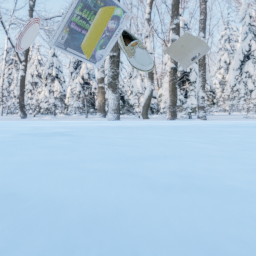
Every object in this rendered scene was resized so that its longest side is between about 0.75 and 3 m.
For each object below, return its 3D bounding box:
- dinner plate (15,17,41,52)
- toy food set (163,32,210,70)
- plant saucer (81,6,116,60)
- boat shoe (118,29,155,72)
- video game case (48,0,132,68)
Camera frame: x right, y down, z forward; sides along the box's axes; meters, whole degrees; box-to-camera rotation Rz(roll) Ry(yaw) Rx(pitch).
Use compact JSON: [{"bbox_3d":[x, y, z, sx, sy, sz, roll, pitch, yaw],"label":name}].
[{"bbox_3d":[-2.951,-2.757,8.348,1.222,1.222,0.148,1,-20,40],"label":"dinner plate"},{"bbox_3d":[1.139,-1.524,5.556,0.264,0.626,0.873,49,5,-40],"label":"toy food set"},{"bbox_3d":[-1.025,-3.098,8.945,0.422,1.742,1.742,28,12,-15],"label":"plant saucer"},{"bbox_3d":[0.260,-3.317,11.938,0.894,2.392,0.818,-34,-29,-11],"label":"boat shoe"},{"bbox_3d":[-1.235,-3.599,10.094,0.321,2.500,2.749,42,16,26],"label":"video game case"}]
